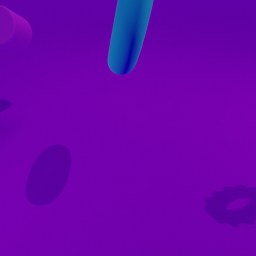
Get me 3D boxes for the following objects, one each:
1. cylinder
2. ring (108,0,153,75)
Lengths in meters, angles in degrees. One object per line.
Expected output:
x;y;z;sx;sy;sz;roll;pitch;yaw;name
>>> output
-2.800;-2.267;6.469;0.855;0.855;0.855;4;6;6;cylinder
0.059;-1.581;3.598;0.361;1.803;1.803;11;33;-6;ring
